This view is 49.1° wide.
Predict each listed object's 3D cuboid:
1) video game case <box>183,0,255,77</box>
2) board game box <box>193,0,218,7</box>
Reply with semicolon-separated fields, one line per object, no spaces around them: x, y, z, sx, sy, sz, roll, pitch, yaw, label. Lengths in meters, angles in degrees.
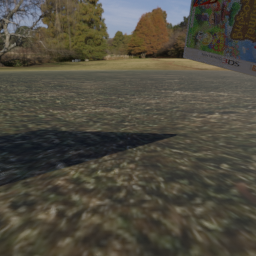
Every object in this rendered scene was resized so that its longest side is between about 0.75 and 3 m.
3.110;-3.256;8.451;2.711;2.979;0.329;24;39;29;video game case
1.832;-3.004;6.235;0.574;0.108;1.114;-10;2;3;board game box
